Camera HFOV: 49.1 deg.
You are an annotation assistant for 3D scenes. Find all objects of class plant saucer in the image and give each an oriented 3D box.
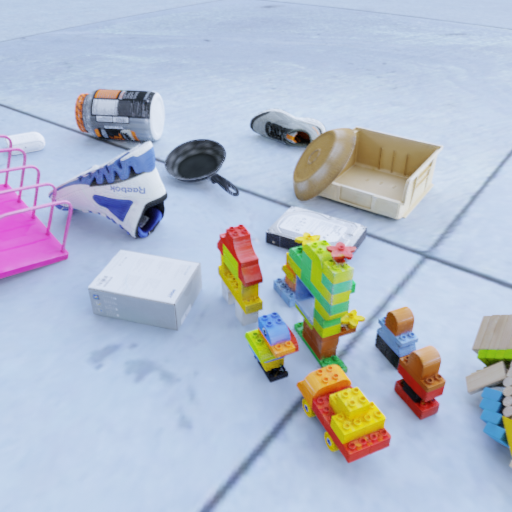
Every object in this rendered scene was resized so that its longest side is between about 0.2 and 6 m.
[{"bbox_3d":[1.259,-1.919,11.271,0.311,1.758,1.758,32,27,-23],"label":"plant saucer"}]

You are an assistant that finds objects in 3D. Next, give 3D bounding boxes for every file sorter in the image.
[{"bbox_3d":[-4.233,-0.895,9.270,2.115,1.326,1.470,43,39,22],"label":"file sorter"}]

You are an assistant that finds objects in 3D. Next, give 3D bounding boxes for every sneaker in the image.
[{"bbox_3d":[0.709,-3.100,13.739,1.925,0.711,0.763,14,42,19],"label":"sneaker"},{"bbox_3d":[-2.613,-0.972,10.383,2.645,1.527,1.068,-13,22,37],"label":"sneaker"}]

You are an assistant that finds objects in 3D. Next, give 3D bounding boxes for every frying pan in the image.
[{"bbox_3d":[-0.942,-1.919,12.056,2.261,0.368,1.367,22,56,26],"label":"frying pan"}]

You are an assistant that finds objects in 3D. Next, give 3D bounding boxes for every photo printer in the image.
[{"bbox_3d":[-5.568,-2.734,13.535,0.860,0.298,0.715,-17,37,-24],"label":"photo printer"}]

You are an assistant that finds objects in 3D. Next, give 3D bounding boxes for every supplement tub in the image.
[{"bbox_3d":[-3.352,-3.480,13.825,1.969,1.206,1.206,5,35,8],"label":"supplement tub"}]

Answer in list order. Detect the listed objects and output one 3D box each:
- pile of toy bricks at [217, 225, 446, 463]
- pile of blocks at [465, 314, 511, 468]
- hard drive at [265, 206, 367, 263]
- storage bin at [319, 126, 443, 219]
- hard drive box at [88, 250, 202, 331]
[{"bbox_3d":[0.900,0.576,7.387,2.084,1.854,3.756,-15,37,-20],"label":"pile of toy bricks"},{"bbox_3d":[3.223,1.765,6.868,0.731,0.966,2.353,38,41,-20],"label":"pile of blocks"},{"bbox_3d":[1.095,-0.393,10.172,1.561,0.295,1.091,19,39,24],"label":"hard drive"},{"bbox_3d":[2.488,-1.741,11.556,1.978,0.927,1.964,21,40,27],"label":"storage bin"},{"bbox_3d":[-1.676,0.498,8.657,1.403,0.539,1.094,9,36,13],"label":"hard drive box"}]
